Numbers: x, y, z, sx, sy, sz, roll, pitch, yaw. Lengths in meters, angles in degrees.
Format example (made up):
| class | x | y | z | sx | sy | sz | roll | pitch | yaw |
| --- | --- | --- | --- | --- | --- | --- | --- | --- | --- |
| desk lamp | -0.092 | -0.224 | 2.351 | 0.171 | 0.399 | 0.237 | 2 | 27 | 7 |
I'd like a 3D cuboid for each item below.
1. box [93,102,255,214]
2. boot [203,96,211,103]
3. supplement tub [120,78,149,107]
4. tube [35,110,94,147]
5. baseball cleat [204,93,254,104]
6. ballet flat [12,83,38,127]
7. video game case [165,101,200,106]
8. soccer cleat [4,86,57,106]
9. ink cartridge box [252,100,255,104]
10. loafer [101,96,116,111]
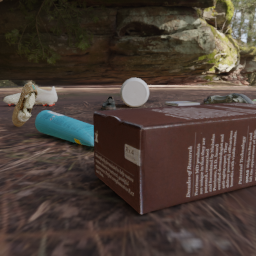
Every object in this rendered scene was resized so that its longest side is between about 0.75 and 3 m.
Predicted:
| class | x | y | z | sx | sy | sz | roll | pitch | yaw |
| --- | --- | --- | --- | --- | --- | --- | --- | --- | --- |
| box | 1.121 | 0.238 | 4.266 | 2.994 | 1.122 | 1.499 | -3 | 11 | -26 |
| boot | 4.525 | -1.478 | 15.389 | 1.466 | 0.512 | 0.965 | 5 | 2 | -39 |
| supplement tub | 0.342 | -1.864 | 14.552 | 1.464 | 1.464 | 2.025 | 0 | 11 | 1 |
| tube | -1.285 | 0.058 | 6.787 | 2.446 | 0.616 | 0.947 | 14 | 25 | 37 |
| baseball cleat | 3.689 | -0.646 | 9.197 | 1.589 | 1.041 | 2.985 | 3 | 13 | -9 |
| ballet flat | -3.051 | -0.604 | 8.314 | 0.520 | 1.474 | 0.481 | -2 | 32 | -47 |
| video game case | 2.938 | -1.312 | 15.149 | 1.392 | 0.154 | 1.267 | -4 | 11 | -24 |
| soccer cleat | -5.096 | -1.691 | 14.688 | 2.739 | 1.063 | 0.949 | -1 | 11 | -4 |
| ink cartridge box | 4.476 | -0.569 | 9.408 | 0.449 | 0.778 | 1.069 | 8 | 13 | 36 |
| loafer | -0.894 | -1.122 | 12.907 | 0.672 | 0.588 | 1.870 | 0 | 11 | -2 |
